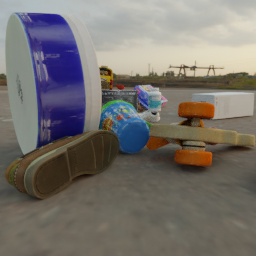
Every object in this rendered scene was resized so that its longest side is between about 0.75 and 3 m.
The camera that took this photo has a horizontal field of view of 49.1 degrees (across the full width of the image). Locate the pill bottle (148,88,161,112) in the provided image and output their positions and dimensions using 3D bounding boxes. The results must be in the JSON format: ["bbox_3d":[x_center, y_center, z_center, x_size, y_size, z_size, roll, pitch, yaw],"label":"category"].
[{"bbox_3d":[1.403,-1.484,14.709,0.676,1.220,0.676,0,9,0],"label":"pill bottle"}]

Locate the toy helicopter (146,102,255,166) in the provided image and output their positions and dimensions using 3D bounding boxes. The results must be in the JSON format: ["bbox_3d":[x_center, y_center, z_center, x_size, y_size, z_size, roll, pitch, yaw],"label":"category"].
[{"bbox_3d":[1.702,0.214,6.272,2.888,1.139,1.910,6,-5,-33],"label":"toy helicopter"}]

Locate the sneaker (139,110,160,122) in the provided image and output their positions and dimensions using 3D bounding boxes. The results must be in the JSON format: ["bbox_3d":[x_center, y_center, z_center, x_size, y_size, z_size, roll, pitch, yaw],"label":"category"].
[{"bbox_3d":[0.731,-0.505,10.966,1.048,0.456,0.390,-2,48,3],"label":"sneaker"}]

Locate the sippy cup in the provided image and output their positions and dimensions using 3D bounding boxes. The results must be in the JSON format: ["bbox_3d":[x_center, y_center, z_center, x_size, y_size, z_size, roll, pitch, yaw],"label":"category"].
[{"bbox_3d":[-0.073,0.033,6.535,1.499,1.177,1.098,-33,31,-12],"label":"sippy cup"}]

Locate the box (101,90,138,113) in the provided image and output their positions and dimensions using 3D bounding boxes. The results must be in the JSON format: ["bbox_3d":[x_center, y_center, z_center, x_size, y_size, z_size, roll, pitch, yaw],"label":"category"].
[{"bbox_3d":[-0.373,-0.915,11.341,1.564,1.238,0.378,0,10,0],"label":"box"}]

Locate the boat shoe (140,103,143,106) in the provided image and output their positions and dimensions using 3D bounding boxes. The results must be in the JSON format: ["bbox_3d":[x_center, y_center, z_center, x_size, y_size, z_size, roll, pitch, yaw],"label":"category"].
[{"bbox_3d":[-0.112,-1.801,17.513,2.906,1.016,0.963,13,9,23],"label":"boat shoe"}]

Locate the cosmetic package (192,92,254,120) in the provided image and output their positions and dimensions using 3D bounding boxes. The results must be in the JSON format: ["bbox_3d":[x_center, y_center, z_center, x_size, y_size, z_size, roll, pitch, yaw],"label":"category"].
[{"bbox_3d":[4.247,-1.045,12.516,2.555,1.084,1.375,-4,9,-28],"label":"cosmetic package"}]

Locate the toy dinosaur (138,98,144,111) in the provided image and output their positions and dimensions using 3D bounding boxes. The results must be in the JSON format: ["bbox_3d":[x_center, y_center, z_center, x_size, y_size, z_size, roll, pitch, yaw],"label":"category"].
[{"bbox_3d":[-0.047,-1.143,14.232,1.269,0.804,1.872,14,21,32],"label":"toy dinosaur"}]

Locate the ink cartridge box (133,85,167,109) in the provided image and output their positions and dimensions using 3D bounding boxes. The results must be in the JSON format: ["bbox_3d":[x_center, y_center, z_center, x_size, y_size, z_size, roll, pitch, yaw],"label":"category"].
[{"bbox_3d":[1.248,-1.837,16.441,1.595,0.561,2.673,44,26,13],"label":"ink cartridge box"}]

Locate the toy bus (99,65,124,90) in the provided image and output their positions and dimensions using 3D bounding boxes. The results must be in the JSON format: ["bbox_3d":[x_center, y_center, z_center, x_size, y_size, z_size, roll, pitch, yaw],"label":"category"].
[{"bbox_3d":[-1.009,-2.126,11.562,1.661,0.858,1.567,0,-10,41],"label":"toy bus"}]

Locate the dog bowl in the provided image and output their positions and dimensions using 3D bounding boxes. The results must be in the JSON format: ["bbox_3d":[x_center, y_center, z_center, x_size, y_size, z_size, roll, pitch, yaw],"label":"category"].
[{"bbox_3d":[-1.687,-0.829,5.830,1.149,2.918,2.918,-9,13,-30],"label":"dog bowl"}]

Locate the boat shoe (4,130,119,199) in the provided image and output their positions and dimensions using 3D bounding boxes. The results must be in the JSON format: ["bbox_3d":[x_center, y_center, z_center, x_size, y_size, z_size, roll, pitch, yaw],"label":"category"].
[{"bbox_3d":[-0.983,0.442,4.713,0.744,0.787,2.187,7,12,31],"label":"boat shoe"}]
